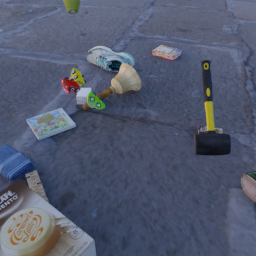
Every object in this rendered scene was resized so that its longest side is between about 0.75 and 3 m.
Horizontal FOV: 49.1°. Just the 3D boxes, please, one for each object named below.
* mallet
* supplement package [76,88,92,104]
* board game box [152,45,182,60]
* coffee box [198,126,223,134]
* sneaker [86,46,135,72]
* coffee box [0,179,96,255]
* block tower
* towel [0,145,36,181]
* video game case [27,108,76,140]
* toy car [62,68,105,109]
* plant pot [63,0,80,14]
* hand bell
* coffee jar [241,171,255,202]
[{"bbox_3d":[2.141,-0.603,7.910,0.958,0.599,2.910,-9,68,8],"label":"mallet"},{"bbox_3d":[-1.977,-1.455,12.700,0.596,0.424,0.765,0,39,0],"label":"supplement package"},{"bbox_3d":[2.323,-4.509,16.692,1.396,0.323,1.057,23,44,27],"label":"board game box"},{"bbox_3d":[3.102,0.242,10.590,0.867,0.345,0.496,8,39,10],"label":"coffee box"},{"bbox_3d":[-1.087,-3.621,14.997,2.740,1.064,1.183,12,43,15],"label":"sneaker"},{"bbox_3d":[-2.347,2.736,6.740,2.868,1.143,1.640,26,45,29],"label":"coffee box"},{"bbox_3d":[-2.769,1.862,8.498,0.397,0.371,1.372,-20,42,-22],"label":"block tower"},{"bbox_3d":[-3.891,1.166,9.274,1.648,0.400,0.920,24,47,35],"label":"towel"},{"bbox_3d":[-3.108,-0.204,11.304,1.553,0.171,1.413,-22,43,-26],"label":"video game case"},{"bbox_3d":[-1.037,-0.821,6.627,0.278,1.172,1.245,-40,17,18],"label":"toy car"},{"bbox_3d":[-2.206,-4.985,11.027,0.782,0.836,0.782,-7,0,0],"label":"plant pot"},{"bbox_3d":[-0.860,-1.615,12.564,2.754,1.434,1.434,-38,50,-22],"label":"hand bell"},{"bbox_3d":[4.438,1.616,8.458,1.790,0.764,0.933,-11,27,-14],"label":"coffee jar"}]
